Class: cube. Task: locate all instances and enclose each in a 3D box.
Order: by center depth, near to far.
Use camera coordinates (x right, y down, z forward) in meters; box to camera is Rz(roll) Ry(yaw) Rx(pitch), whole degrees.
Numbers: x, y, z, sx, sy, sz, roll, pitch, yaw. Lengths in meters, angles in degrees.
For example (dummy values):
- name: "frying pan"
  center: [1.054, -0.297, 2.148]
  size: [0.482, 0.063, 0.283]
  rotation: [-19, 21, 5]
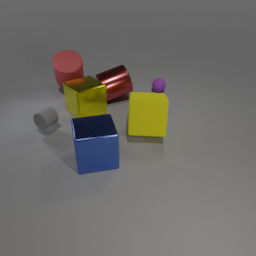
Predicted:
- name: "cube"
  center: [-1.116, 0.515, 9.512]
  size: [1.400, 1.400, 1.400]
  rotation: [-7, 33, -12]
- name: "cube"
  center: [0.741, -0.551, 10.688]
  size: [1.400, 1.400, 1.400]
  rotation: [3, 16, 1]
- name: "cube"
  center: [-1.891, -1.336, 12.431]
  size: [1.400, 1.400, 1.400]
  rotation: [-21, 38, -29]

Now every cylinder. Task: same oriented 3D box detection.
- name: "cylinder"
  center: [-3.209, -0.384, 10.979]
  size: [0.700, 0.700, 0.700]
  rotation: [16, 33, 23]
- name: "cylinder"
  center: [-0.658, -2.138, 13.414]
  size: [1.400, 1.400, 1.400]
  rotation: [-23, 37, -8]
- name: "cylinder"
  center: [-2.887, -2.831, 13.669]
  size: [1.400, 1.400, 1.400]
  rotation: [2, 63, -5]

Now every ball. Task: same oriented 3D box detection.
- name: "ball"
  center: [1.598, -2.214, 14.428]
  size: [0.700, 0.700, 0.700]
  rotation: [0, 32, 0]
